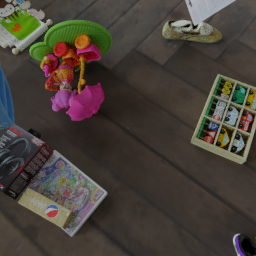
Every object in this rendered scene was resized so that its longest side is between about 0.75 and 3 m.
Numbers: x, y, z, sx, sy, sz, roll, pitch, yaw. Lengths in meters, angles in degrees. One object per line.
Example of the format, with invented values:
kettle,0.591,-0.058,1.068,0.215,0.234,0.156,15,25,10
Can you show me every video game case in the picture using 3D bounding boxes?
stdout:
video game case,-1.602,1.551,6.905,1.812,0.163,1.298,35,70,16

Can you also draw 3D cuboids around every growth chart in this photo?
growth chart,-4.006,-3.593,8.969,2.708,0.240,1.960,32,71,-4

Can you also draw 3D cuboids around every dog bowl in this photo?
dog bowl,-1.877,-0.454,3.866,0.372,1.500,0.836,-8,74,-16

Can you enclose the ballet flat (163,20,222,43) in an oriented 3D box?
ballet flat,2.066,-3.091,8.840,1.918,0.678,0.678,5,65,2

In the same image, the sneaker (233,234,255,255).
sneaker,2.678,2.870,6.052,0.400,0.572,1.151,-18,66,-8

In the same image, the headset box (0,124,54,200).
headset box,-2.781,0.727,6.953,1.215,0.630,1.633,28,69,22

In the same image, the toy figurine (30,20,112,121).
toy figurine,-1.563,-1.300,7.630,2.479,1.861,2.282,-11,73,18

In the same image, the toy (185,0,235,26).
toy,2.421,-3.602,6.885,0.499,2.115,1.218,-12,81,-46

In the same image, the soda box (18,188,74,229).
soda box,-1.877,1.849,6.459,1.215,0.389,0.411,25,68,11

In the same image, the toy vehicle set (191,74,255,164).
toy vehicle set,2.784,-0.314,7.710,1.421,0.303,2.288,22,67,10
